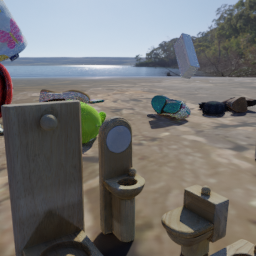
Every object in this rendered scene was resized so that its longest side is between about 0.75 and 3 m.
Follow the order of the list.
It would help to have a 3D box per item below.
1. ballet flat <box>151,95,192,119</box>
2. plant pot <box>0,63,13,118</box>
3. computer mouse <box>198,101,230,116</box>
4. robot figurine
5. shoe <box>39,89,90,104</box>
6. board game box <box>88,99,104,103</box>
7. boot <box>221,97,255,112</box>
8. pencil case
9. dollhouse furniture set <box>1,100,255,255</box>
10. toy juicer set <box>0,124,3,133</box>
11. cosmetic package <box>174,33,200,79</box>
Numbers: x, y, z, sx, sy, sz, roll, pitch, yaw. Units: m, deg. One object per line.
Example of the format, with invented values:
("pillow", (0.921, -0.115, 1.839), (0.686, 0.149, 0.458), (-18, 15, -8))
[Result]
("ballet flat", (1.640, -0.749, 10.870), (0.716, 0.847, 2.240), (27, 5, -27))
("plant pot", (-5.231, -1.239, 9.294), (2.355, 2.355, 2.145), (9, 6, 35))
("computer mouse", (3.551, -0.909, 11.671), (1.335, 0.508, 1.928), (5, 14, 18))
("robot figurine", (-1.359, -0.190, 7.385), (1.536, 1.013, 1.751), (-8, 15, -30))
("shoe", (-3.080, -1.344, 13.464), (2.561, 0.895, 0.684), (5, 57, 11))
("board game box", (-1.724, -1.422, 14.827), (0.555, 0.120, 0.824), (10, 16, 34))
("boot", (4.673, -1.053, 12.329), (1.828, 0.642, 1.336), (-7, 8, -32))
("pencil case", (-2.439, -1.956, 4.556), (0.830, 1.830, 0.761), (-33, 35, -12))
("dollhouse furniture set", (0.162, 0.638, 2.378), (1.857, 1.591, 1.953), (-8, 15, -32))
("toy juicer set", (-3.495, -0.388, 9.106), (1.476, 0.631, 2.320), (10, 17, 36))
("cosmetic package", (2.655, -3.294, 12.776), (0.514, 2.029, 0.838), (6, -31, -19))
